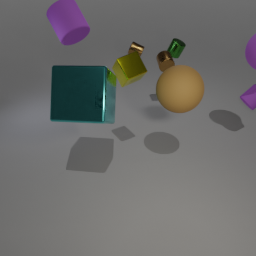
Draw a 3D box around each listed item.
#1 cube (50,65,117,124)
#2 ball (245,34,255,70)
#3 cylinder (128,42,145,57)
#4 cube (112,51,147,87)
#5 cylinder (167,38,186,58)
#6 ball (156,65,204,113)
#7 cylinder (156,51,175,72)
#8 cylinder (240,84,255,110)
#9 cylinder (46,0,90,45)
[{"bbox_3d":[-1.134,-0.837,7.496,1.400,1.400,1.400,2,1,8],"label":"cube"},{"bbox_3d":[4.652,-2.574,9.311,1.400,1.400,1.400,0,31,0],"label":"ball"},{"bbox_3d":[0.444,-4.224,15.213,0.700,0.700,0.700,25,33,-2],"label":"cylinder"},{"bbox_3d":[0.038,-1.747,8.373,0.700,0.700,0.700,-26,-3,-19],"label":"cube"},{"bbox_3d":[2.329,-3.863,13.582,0.700,0.700,0.700,17,40,-15],"label":"cylinder"},{"bbox_3d":[1.522,-1.137,8.232,1.400,1.400,1.400,0,31,0],"label":"ball"},{"bbox_3d":[1.664,-2.952,12.438,0.700,0.700,0.700,-4,49,-6],"label":"cylinder"},{"bbox_3d":[4.686,-1.149,10.451,0.700,0.700,0.700,-43,30,14],"label":"cylinder"},{"bbox_3d":[-2.556,-4.537,12.046,1.400,1.400,1.400,-29,-3,-1],"label":"cylinder"}]
